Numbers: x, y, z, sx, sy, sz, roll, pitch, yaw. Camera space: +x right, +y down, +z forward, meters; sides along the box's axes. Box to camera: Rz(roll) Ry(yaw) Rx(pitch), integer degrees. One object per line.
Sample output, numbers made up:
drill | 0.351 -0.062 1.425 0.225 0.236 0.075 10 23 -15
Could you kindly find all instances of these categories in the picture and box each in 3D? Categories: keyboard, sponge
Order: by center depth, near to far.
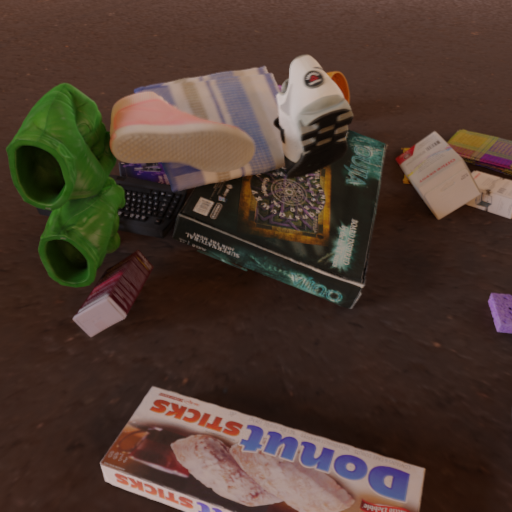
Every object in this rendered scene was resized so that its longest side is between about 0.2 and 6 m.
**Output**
sponge | 4.505 0.951 8.920 1.400 0.209 0.781 5 34 6
keyboard | -2.956 -1.014 10.860 3.012 0.597 1.568 10 66 18

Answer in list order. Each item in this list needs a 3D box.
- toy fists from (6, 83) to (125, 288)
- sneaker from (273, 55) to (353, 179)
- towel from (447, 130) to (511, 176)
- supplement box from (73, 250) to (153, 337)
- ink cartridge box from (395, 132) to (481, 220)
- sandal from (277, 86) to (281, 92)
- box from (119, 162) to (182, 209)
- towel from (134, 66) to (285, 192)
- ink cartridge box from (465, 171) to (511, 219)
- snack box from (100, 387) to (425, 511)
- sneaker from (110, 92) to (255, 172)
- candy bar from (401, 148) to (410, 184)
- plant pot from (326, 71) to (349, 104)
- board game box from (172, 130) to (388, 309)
toy fists | -2.698 -1.029 8.533 1.087 3.160 1.611 4 47 2
sneaker | 0.837 -2.153 8.905 1.035 2.794 1.237 -20 78 -8
towel | 5.885 -2.566 13.993 2.398 0.273 1.722 23 40 28
supplement box | -2.228 0.567 8.865 0.776 0.434 1.427 -28 23 25
ink cartridge box | 3.782 -1.680 11.713 1.031 1.027 1.419 -34 32 16
sandal | 0.191 -3.022 11.002 2.863 0.704 1.165 1 59 -11
box | -2.313 -1.493 12.119 1.139 0.636 1.613 -12 36 -12
towel | -0.567 -2.293 9.909 2.785 0.331 2.045 -18 80 -28
ink cartridge box | 5.057 -1.329 11.973 1.157 0.497 0.847 24 40 32
snack box | 0.055 2.519 6.431 3.494 0.425 1.256 12 36 17
sneaker | -1.136 -1.938 8.472 2.192 0.825 1.146 0 48 -23
candy bar | 3.772 -2.232 13.538 0.490 0.218 1.966 3 35 12
plant pot | 1.858 -4.558 16.140 1.202 1.313 1.313 4 31 35
board game box | 0.756 -1.343 10.717 3.209 0.668 4.744 22 42 0
